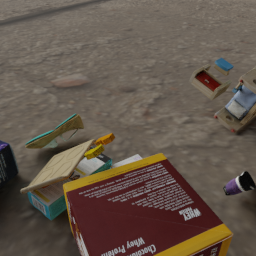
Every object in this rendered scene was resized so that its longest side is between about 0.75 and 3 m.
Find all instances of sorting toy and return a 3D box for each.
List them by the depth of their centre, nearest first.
[{"bbox_3d":[-1.194,0.749,5.908,1.977,0.265,1.473,-22,18,31],"label":"sorting toy"}]

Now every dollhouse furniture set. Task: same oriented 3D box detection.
[{"bbox_3d":[3.193,-1.423,8.869,1.668,1.677,2.380,-30,64,-36],"label":"dollhouse furniture set"}]

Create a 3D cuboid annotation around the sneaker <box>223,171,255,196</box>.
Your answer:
[{"bbox_3d":[2.531,1.297,6.437,1.168,0.511,0.442,7,55,-50],"label":"sneaker"}]

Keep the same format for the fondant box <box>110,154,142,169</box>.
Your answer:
[{"bbox_3d":[0.217,1.210,6.803,0.843,0.340,1.169,-20,38,-25],"label":"fondant box"}]

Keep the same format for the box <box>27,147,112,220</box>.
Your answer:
[{"bbox_3d":[-1.314,1.219,6.640,0.807,0.482,1.962,26,42,31],"label":"box"}]

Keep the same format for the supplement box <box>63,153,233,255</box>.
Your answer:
[{"bbox_3d":[0.209,1.852,4.933,2.087,1.405,2.116,-15,37,-21],"label":"supplement box"}]

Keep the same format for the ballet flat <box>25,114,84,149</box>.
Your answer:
[{"bbox_3d":[-2.012,0.223,7.999,1.801,0.568,0.618,-34,11,-26],"label":"ballet flat"}]

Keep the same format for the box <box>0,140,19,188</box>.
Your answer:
[{"bbox_3d":[-3.782,1.035,6.473,1.394,0.983,1.884,15,37,22],"label":"box"}]
